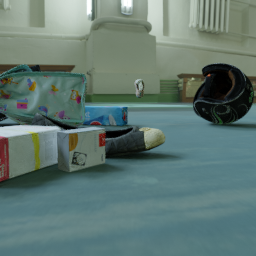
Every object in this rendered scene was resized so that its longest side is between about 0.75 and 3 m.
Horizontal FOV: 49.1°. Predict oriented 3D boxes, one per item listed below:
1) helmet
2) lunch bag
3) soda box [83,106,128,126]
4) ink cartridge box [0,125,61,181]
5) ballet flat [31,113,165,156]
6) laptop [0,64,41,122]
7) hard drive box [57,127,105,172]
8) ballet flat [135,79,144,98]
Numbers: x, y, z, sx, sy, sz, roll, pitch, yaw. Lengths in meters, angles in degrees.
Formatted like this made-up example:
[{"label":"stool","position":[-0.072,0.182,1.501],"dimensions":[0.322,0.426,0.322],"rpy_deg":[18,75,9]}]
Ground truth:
[{"label":"helmet","position":[3.706,-1.243,11.130],"dimensions":[2.381,2.381,2.270],"rpy_deg":[3,-20,24]},{"label":"lunch bag","position":[-2.880,-0.883,9.037],"dimensions":[2.972,1.812,2.532],"rpy_deg":[2,-4,-10]},{"label":"soda box","position":[-1.119,-0.501,11.194],"dimensions":[2.147,0.728,0.689],"rpy_deg":[2,7,19]},{"label":"ink cartridge box","position":[-1.899,0.337,4.326],"dimensions":[1.083,0.623,1.493],"rpy_deg":[3,7,26]},{"label":"ballet flat","position":[-0.661,0.116,5.534],"dimensions":[2.780,0.790,0.924],"rpy_deg":[1,7,8]},{"label":"laptop","position":[-4.565,-1.274,10.762],"dimensions":[2.490,1.541,2.659],"rpy_deg":[-27,22,-23]},{"label":"hard drive box","position":[-0.744,0.323,4.549],"dimensions":[0.300,0.609,0.782],"rpy_deg":[6,9,39]},{"label":"ballet flat","position":[0.503,-1.716,11.335],"dimensions":[0.410,0.405,1.205],"rpy_deg":[2,44,-7]}]
